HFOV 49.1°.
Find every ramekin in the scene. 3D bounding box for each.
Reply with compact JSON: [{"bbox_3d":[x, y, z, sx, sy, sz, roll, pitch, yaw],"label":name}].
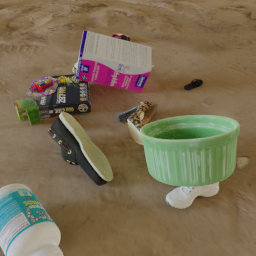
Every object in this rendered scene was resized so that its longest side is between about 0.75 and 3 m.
[{"bbox_3d":[1.710,0.562,7.834,2.679,1.309,2.679,-7,14,2],"label":"ramekin"}]

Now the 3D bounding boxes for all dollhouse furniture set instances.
[{"bbox_3d":[-3.877,-0.863,10.756,0.876,0.676,1.752,-19,43,-23],"label":"dollhouse furniture set"}]

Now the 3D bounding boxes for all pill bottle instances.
[{"bbox_3d":[-2.347,2.342,6.426,1.183,1.183,2.135,-28,48,-30],"label":"pill bottle"}]

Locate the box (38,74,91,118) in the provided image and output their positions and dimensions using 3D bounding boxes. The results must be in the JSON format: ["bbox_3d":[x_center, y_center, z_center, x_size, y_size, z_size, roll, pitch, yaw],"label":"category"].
[{"bbox_3d":[-2.543,-1.401,11.487,1.938,0.590,2.404,-7,39,-4],"label":"box"}]

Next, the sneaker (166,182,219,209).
[{"bbox_3d":[1.772,1.625,7.658,1.693,0.737,0.631,-19,43,-20],"label":"sneaker"}]

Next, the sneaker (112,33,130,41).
[{"bbox_3d":[-0.321,-5.402,16.519,1.218,0.449,0.528,22,43,25],"label":"sneaker"}]

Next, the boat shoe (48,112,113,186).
[{"bbox_3d":[-1.500,0.729,8.688,0.908,1.060,2.898,-48,61,9],"label":"boat shoe"}]

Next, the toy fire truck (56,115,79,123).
[{"bbox_3d":[-2.216,-0.264,10.238,0.855,0.479,0.718,5,22,4],"label":"toy fire truck"}]

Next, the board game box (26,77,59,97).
[{"bbox_3d":[-3.451,-1.783,11.321,1.153,0.284,1.460,-1,40,4],"label":"board game box"}]

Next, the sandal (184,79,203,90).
[{"bbox_3d":[2.960,-1.980,12.454,1.102,0.264,0.414,-28,47,-30],"label":"sandal"}]

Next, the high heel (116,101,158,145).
[{"bbox_3d":[0.750,-0.268,9.850,1.661,0.832,2.330,-22,35,-16],"label":"high heel"}]

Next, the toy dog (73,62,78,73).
[{"bbox_3d":[-1.785,-2.712,12.835,1.247,0.870,1.209,34,38,28],"label":"toy dog"}]

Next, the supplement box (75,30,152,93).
[{"bbox_3d":[-0.592,-2.724,11.663,2.893,1.464,1.495,9,54,-11],"label":"supplement box"}]
